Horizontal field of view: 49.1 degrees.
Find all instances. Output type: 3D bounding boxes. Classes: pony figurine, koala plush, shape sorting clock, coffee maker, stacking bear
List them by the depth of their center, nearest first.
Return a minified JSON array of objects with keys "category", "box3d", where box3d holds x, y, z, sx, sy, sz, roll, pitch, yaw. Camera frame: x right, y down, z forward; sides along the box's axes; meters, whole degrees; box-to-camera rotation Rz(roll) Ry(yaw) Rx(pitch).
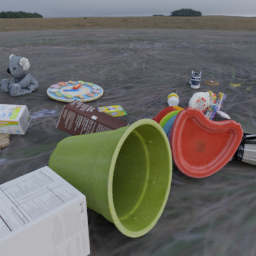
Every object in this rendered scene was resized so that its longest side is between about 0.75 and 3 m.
[{"category":"coffee maker","box3d":[3.343,0.584,8.259,1.421,0.957,1.365,9,4,16]},{"category":"stacking bear","box3d":[1.595,0.124,8.281,1.819,1.703,2.995,17,10,-14]},{"category":"pony figurine","box3d":[3.472,-0.803,11.066,1.148,1.189,0.990,3,16,-32]},{"category":"shape sorting clock","box3d":[-2.594,-1.857,13.840,2.720,0.534,2.720,0,25,0]},{"category":"koala plush","box3d":[-5.479,-2.761,14.218,1.704,1.854,1.644,-21,31,-40]}]

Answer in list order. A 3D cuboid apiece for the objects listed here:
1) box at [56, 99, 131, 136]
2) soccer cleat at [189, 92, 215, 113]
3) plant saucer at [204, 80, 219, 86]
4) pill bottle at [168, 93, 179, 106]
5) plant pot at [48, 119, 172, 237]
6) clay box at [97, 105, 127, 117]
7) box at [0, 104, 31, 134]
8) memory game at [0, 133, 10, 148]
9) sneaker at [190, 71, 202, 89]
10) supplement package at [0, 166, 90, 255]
[{"category":"box","box3d":[-0.907,-0.025,8.361,2.124,0.796,1.064,25,18,-2]},{"category":"soccer cleat","box3d":[3.004,-1.103,12.020,0.894,0.799,2.306,8,19,34]},{"category":"plant saucer","box3d":[4.723,-2.553,15.867,0.848,0.125,0.848,0,24,0]},{"category":"pill bottle","box3d":[2.014,-1.214,12.489,0.485,0.485,0.873,3,24,6]},{"category":"plant pot","box3d":[-0.525,0.951,6.181,2.194,2.311,2.311,1,21,35]},{"category":"clay box","box3d":[-0.648,-0.693,11.606,1.134,0.270,0.652,-9,27,-18]},{"category":"box","box3d":[-4.173,-0.307,9.598,1.369,0.694,0.770,4,47,5]},{"category":"memory game","box3d":[-5.230,0.523,9.072,2.715,0.173,2.715,0,25,0]},{"category":"sneaker","box3d":[3.734,-2.794,15.479,0.562,0.870,1.604,4,25,9]},{"category":"supplement package","box3d":[-1.806,1.798,4.812,1.810,1.373,1.363,-22,32,-39]}]
